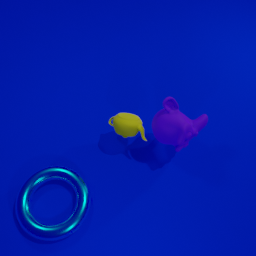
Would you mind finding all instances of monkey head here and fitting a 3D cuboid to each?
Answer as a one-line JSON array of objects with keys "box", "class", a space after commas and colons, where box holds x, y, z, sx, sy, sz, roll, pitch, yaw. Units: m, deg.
[{"box": [1.380, -0.124, 7.714, 1.406, 1.955, 1.178, -35, 65, -17], "class": "monkey head"}]

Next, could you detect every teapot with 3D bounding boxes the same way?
[{"box": [0.002, -0.027, 7.867, 1.336, 0.654, 0.831, 20, 21, 28], "class": "teapot"}]

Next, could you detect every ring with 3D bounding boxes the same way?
[{"box": [-1.980, 1.952, 7.468, 1.985, 0.397, 1.985, 1, 63, -2], "class": "ring"}]
